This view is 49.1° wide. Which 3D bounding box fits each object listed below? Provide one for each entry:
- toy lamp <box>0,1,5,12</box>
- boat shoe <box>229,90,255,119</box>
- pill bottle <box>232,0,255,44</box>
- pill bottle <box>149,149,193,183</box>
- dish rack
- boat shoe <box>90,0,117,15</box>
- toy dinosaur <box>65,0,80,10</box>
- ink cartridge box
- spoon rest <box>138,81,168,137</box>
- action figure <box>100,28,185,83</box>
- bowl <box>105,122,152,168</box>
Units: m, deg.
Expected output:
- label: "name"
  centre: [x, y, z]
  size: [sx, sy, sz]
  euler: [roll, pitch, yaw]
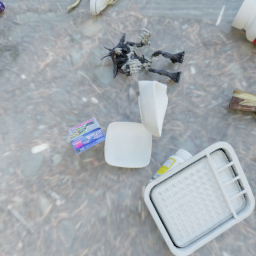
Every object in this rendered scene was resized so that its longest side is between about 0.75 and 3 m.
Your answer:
- label: "toy lamp"
  centre: [-5.260, -3.603, 10.163]
  size: [0.705, 0.705, 2.422]
  euler: [13, 72, 4]
- label: "boat shoe"
  centre: [4.391, -0.598, 9.171]
  size: [2.195, 0.792, 0.790]
  euler: [16, 102, -6]
- label: "pill bottle"
  centre: [5.234, -3.484, 9.588]
  size: [2.985, 1.675, 1.675]
  euler: [31, 74, 10]
- label: "pill bottle"
  centre: [1.365, 1.347, 8.375]
  size: [0.801, 0.801, 1.401]
  euler: [41, 76, 13]
- label: "dish rack"
  centre: [1.964, 1.929, 7.885]
  size: [2.846, 0.620, 2.443]
  euler: [-29, 102, -10]
- label: "boat shoe"
  centre: [-0.630, -5.236, 10.655]
  size: [1.085, 0.941, 2.546]
  euler: [14, 62, 5]
- label: "toy dinosaur"
  centre: [-1.658, -5.655, 10.911]
  size: [1.122, 0.604, 2.545]
  euler: [0, 70, 22]
- label: "ink cartridge box"
  centre: [-1.147, 0.170, 7.691]
  size: [0.867, 1.453, 0.305]
  euler: [-26, 114, -6]
- label: "spoon rest"
  centre: [0.759, -0.797, 8.027]
  size: [0.890, 2.937, 1.459]
  euler: [-9, 114, 4]
- label: "action figure"
  centre: [0.442, -2.401, 9.368]
  size: [2.842, 1.450, 1.689]
  euler: [12, 82, 2]
- label: "bowl"
  centre: [0.003, 0.568, 8.787]
  size: [1.429, 0.533, 1.427]
  euler: [4, 71, 1]
